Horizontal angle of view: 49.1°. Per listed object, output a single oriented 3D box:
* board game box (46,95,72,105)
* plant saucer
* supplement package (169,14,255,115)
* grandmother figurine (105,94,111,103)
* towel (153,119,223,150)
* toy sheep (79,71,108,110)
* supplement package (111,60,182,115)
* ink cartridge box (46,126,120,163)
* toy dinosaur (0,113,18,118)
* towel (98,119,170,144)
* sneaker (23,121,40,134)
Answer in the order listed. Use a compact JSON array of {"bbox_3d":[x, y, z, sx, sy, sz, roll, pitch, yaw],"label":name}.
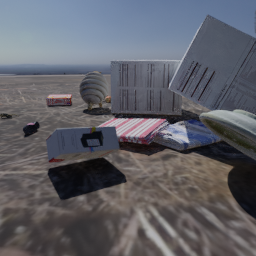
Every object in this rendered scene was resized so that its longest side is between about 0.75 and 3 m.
[{"bbox_3d":[-3.432,-1.424,14.107,1.156,0.353,1.526,-2,13,-10],"label":"board game box"},{"bbox_3d":[2.224,0.146,5.007,1.934,0.485,1.934,35,1,-1],"label":"plant saucer"},{"bbox_3d":[3.075,-1.594,8.591,2.983,2.194,2.852,27,15,2],"label":"supplement package"},{"bbox_3d":[-1.049,-1.595,14.922,0.711,0.355,1.173,5,14,-17],"label":"grandmother figurine"},{"bbox_3d":[1.677,0.125,7.740,2.347,0.279,1.724,-9,17,-34],"label":"towel"},{"bbox_3d":[-1.524,-1.685,12.563,1.433,2.078,1.433,1,-29,0],"label":"toy sheep"},{"bbox_3d":[0.860,-1.759,11.694,2.788,2.100,2.116,2,13,10],"label":"supplement package"},{"bbox_3d":[-0.907,0.324,5.564,1.207,0.500,0.879,-3,-14,-30],"label":"ink cartridge box"},{"bbox_3d":[-4.491,-0.457,10.409,0.872,0.207,0.384,-3,7,-27],"label":"toy dinosaur"},{"bbox_3d":[-0.024,0.083,7.551,1.957,0.293,1.432,2,19,31],"label":"towel"},{"bbox_3d":[-2.940,0.027,8.304,0.336,0.287,0.819,-16,8,13],"label":"sneaker"}]
